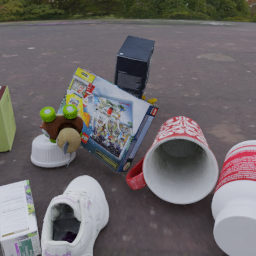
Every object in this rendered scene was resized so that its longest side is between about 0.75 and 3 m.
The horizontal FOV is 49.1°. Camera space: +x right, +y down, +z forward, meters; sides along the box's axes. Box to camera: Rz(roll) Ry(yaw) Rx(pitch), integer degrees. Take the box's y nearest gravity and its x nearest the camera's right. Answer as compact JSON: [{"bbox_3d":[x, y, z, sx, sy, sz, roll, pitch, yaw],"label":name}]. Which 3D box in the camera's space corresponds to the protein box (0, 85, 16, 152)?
[{"bbox_3d":[-4.614,-0.313,9.417,1.185,1.744,1.756,-6,28,-12],"label":"protein box"}]

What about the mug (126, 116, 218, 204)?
[{"bbox_3d":[1.112,0.611,7.450,2.210,1.661,2.490,1,17,11],"label":"mug"}]

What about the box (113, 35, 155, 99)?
[{"bbox_3d":[0.236,-2.431,11.612,1.261,2.000,2.034,12,41,6],"label":"box"}]

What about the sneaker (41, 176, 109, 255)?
[{"bbox_3d":[-0.997,1.728,5.725,1.110,1.477,2.966,-1,25,0],"label":"sneaker"}]

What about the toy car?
[{"bbox_3d":[-1.710,0.299,7.419,1.131,1.177,1.433,-8,51,-6],"label":"toy car"}]

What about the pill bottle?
[{"bbox_3d":[2.713,1.492,6.153,1.507,1.507,2.685,12,30,23],"label":"pill bottle"}]

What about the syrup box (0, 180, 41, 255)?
[{"bbox_3d":[-2.385,1.964,6.107,0.708,0.685,1.740,-11,29,-21],"label":"syrup box"}]

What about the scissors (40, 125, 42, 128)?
[{"bbox_3d":[-3.045,0.009,10.652,0.326,0.062,0.892,-21,32,-39],"label":"scissors"}]

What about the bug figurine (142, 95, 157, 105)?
[{"bbox_3d":[-0.094,-1.021,11.949,2.142,0.711,2.762,-14,27,-41],"label":"bug figurine"}]

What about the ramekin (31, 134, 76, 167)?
[{"bbox_3d":[-2.327,0.627,8.694,1.379,0.642,1.379,1,21,0],"label":"ramekin"}]

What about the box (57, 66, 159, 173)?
[{"bbox_3d":[-0.803,-0.341,8.330,2.992,2.043,0.564,33,13,31],"label":"box"}]
